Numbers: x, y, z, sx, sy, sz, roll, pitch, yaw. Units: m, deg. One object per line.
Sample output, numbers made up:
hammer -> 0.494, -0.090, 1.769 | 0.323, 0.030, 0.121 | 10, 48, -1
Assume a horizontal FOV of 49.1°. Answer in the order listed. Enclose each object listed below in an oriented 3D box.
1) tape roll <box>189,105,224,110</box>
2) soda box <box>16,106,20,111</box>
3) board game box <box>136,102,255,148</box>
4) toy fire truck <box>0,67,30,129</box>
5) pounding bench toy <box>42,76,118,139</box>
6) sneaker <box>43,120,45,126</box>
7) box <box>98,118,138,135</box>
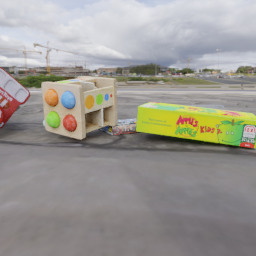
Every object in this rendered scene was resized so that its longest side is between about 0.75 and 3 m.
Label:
tape roll -> 1.967, -0.376, 7.668 | 1.281, 0.423, 1.281 | 0, -1, 0
soda box -> -3.540, -0.597, 7.936 | 0.598, 0.556, 1.753 | -38, 17, -19
board game box -> 1.538, -0.132, 6.304 | 2.460, 0.586, 1.250 | 8, 11, 15
toy fire truck -> -3.451, -0.875, 6.614 | 1.042, 1.858, 1.560 | -10, 44, 47
pounding bench toy -> -1.409, -0.571, 6.629 | 1.840, 1.143, 1.435 | 11, 21, 33
sneaker -> -1.930, -0.238, 7.407 | 1.126, 0.414, 0.664 | 4, -23, 27
box -> -0.031, -0.058, 7.609 | 1.326, 0.264, 0.908 | -6, 11, -29
